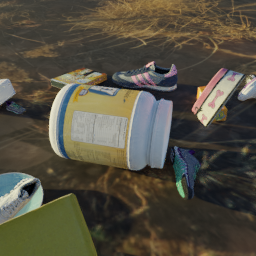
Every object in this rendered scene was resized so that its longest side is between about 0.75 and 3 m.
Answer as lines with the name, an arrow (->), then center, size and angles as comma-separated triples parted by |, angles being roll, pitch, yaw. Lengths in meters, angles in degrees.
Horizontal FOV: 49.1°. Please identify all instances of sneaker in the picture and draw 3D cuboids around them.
sneaker -> -2.406, 1.568, 5.911 | 0.571, 0.529, 1.409 | -25, 21, 48
sneaker -> 5.256, -1.467, 10.564 | 2.232, 0.836, 1.112 | -26, 75, -7
sneaker -> 1.655, 1.115, 7.406 | 0.782, 0.665, 1.786 | 2, 37, -5
sneaker -> 0.671, -2.217, 11.339 | 2.691, 1.104, 0.944 | 6, 38, 7
sneaker -> -4.044, -0.754, 10.050 | 0.822, 0.360, 0.306 | 12, 39, 16

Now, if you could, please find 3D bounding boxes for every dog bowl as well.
dog bowl -> 1.982, -0.715, 6.274 | 0.515, 1.397, 1.397 | 37, 48, 14

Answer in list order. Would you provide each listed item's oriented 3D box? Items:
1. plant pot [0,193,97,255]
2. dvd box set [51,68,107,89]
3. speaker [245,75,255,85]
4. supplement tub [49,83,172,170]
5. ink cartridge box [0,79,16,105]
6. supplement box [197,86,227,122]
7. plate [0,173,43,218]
plant pot -> -1.291, 2.658, 4.430 | 1.928, 1.941, 1.986 | -20, 48, -24
dvd box set -> -1.993, -1.993, 11.520 | 1.389, 0.279, 1.899 | 21, 36, 31
speaker -> 5.556, -1.933, 11.425 | 1.402, 0.569, 0.569 | -8, 38, -11
supplement tub -> -0.381, -0.024, 7.638 | 2.932, 2.121, 2.121 | 8, 38, 11
ink cartridge box -> -5.086, -1.239, 10.187 | 1.524, 0.645, 1.102 | -1, 35, 25
supplement box -> 3.005, -0.893, 10.093 | 0.534, 0.552, 1.605 | -7, 41, -5
plate -> -3.003, 1.849, 6.762 | 1.915, 0.245, 1.915 | 0, 38, 0
